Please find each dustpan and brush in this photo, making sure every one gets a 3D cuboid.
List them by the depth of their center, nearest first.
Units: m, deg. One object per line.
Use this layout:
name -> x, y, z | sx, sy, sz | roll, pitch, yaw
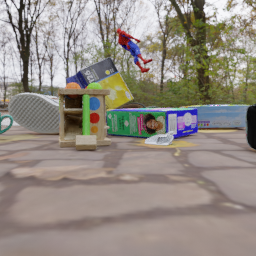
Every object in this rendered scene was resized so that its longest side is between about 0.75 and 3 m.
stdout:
dustpan and brush -> 0.809, 0.204, 6.152 | 0.580, 0.238, 0.831 | 3, 5, 35

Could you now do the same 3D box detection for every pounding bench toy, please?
pounding bench toy -> -0.877, -0.286, 5.675 | 1.017, 1.277, 1.637 | -1, 4, -15

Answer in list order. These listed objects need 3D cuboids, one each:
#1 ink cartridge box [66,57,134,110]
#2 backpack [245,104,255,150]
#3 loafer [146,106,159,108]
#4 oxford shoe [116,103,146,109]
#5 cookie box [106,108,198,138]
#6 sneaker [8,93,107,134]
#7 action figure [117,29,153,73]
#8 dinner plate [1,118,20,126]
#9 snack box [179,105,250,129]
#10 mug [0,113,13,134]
ink cartridge box -> -1.029, -1.473, 10.503 | 1.894, 1.872, 0.445 | -31, 4, -23
backpack -> 2.444, 0.005, 4.872 | 0.743, 0.837, 0.630 | 2, 1, 33
loafer -> 1.724, -0.678, 15.397 | 2.342, 0.881, 0.816 | 3, -10, -20
oxford shoe -> -0.379, -0.671, 14.255 | 2.703, 0.982, 1.141 | -9, 7, 21
cookie box -> 0.668, -0.177, 7.801 | 1.988, 0.747, 1.700 | 3, 6, 39
sneaker -> -2.018, -0.381, 8.319 | 2.890, 1.133, 1.147 | 12, 12, 10
action figure -> 0.121, -2.169, 7.532 | 0.412, 1.593, 0.521 | -26, -26, -19
dinner plate -> -4.672, -0.305, 13.022 | 2.705, 0.328, 2.705 | 2, 4, 0
snack box -> 3.223, -0.467, 10.969 | 2.186, 0.877, 2.592 | -1, 5, 5
mug -> -3.348, -0.031, 6.518 | 1.062, 0.657, 0.873 | 1, 4, 10
